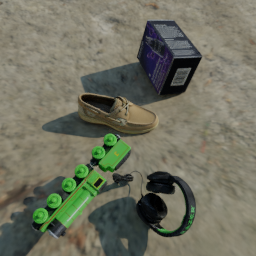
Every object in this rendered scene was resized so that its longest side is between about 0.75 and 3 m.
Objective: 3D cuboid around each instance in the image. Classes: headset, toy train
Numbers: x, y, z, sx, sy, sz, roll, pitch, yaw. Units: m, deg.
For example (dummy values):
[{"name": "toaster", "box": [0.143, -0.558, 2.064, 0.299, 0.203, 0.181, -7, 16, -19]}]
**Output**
[{"name": "headset", "box": [0.505, 1.460, 6.009, 0.936, 1.230, 1.992, 13, 10, -40]}, {"name": "toy train", "box": [-0.896, 1.182, 5.892, 0.729, 0.540, 2.587, 38, 70, 11]}]

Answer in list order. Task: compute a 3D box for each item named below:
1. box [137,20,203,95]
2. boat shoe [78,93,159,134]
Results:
[{"name": "box", "box": [1.161, -2.147, 8.432, 0.985, 1.398, 1.889, -8, 52, -23]}, {"name": "boat shoe", "box": [-0.268, -0.432, 7.627, 2.282, 0.736, 0.813, 9, 55, 1]}]
